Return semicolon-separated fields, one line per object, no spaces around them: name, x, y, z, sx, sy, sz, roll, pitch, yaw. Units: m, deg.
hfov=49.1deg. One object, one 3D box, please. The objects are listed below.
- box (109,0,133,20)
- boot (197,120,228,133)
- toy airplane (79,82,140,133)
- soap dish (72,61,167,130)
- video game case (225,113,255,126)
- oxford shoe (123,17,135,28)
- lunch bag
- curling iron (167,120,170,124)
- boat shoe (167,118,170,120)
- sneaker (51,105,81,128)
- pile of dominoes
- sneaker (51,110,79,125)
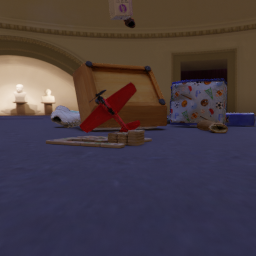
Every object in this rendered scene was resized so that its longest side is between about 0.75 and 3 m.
box;-0.240;-3.506;6.070;0.417;2.155;0.447;-9;10;-18
boot;2.423;-0.048;8.140;0.895;0.338;1.022;1;4;18
toy airplane;-0.242;-0.204;5.170;1.272;1.272;0.234;-2;32;-29
soap dish;-0.227;-1.100;9.307;2.904;2.285;1.180;-1;-36;-22
video game case;4.255;-0.387;12.199;2.288;0.520;2.074;1;4;23
oxford shoe;0.070;-3.058;8.236;0.294;0.299;0.825;-36;-8;17
lunch bag;2.627;-0.924;10.659;2.081;1.769;1.289;1;-2;26
curling iron;2.656;-0.377;13.865;2.470;0.316;0.612;-3;5;-39
boat shoe;2.426;-0.522;16.774;0.867;0.268;0.316;-2;4;-26
sneaker;-2.022;-0.259;10.211;1.668;0.622;0.727;14;45;14
pile of dominoes;-0.494;0.146;5.335;1.670;0.266;1.302;2;4;25
sneaker;-2.550;-0.397;11.473;1.068;0.666;1.811;1;0;42
